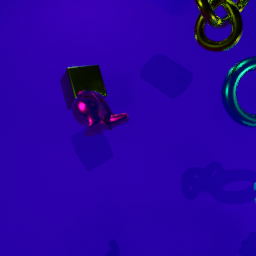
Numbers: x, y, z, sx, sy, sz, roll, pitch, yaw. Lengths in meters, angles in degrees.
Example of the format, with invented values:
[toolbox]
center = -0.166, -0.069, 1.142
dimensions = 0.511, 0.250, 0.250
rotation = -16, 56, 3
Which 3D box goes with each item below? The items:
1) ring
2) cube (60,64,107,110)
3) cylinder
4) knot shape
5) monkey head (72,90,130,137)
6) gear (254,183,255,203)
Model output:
[ring]
center = 2.927, -0.815, 6.405
dimensions = 1.640, 0.328, 1.640
rotation = -1, 95, -7
[cube]
center = -1.215, -1.087, 7.557
dimensions = 0.897, 0.897, 0.897
rotation = -13, 84, -28
[cylinder]
center = 1.213, -4.396, 8.555
dimensions = 1.394, 1.394, 1.394
rotation = 37, 65, 22
[knot shape]
center = 1.949, -2.411, 5.653
dimensions = 1.381, 1.476, 0.682
rotation = -33, 27, -9
[monkey head]
center = -0.457, -0.281, 4.547
dimensions = 0.861, 1.197, 0.721
rotation = -17, 85, 0
[gear]
center = 3.341, 1.254, 6.075
dimensions = 1.379, 1.379, 0.255
rotation = -30, 19, -17
